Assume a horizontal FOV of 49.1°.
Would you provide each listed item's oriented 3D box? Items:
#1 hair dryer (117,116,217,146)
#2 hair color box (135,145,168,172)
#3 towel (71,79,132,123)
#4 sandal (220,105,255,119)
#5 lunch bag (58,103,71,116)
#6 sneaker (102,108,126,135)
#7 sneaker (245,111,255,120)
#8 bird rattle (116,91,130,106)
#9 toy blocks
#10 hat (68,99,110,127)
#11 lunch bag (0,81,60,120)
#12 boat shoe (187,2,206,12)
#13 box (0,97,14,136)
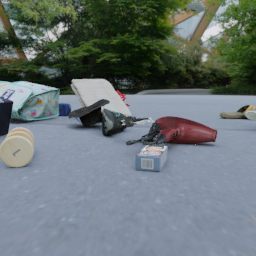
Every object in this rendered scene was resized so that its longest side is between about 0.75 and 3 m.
[{"bbox_3d":[1.042,0.221,7.045,2.546,0.692,1.939,-3,22,-13],"label":"hair dryer"},{"bbox_3d":[0.473,0.569,5.421,0.461,0.282,0.932,2,8,16],"label":"hair color box"},{"bbox_3d":[-1.275,-1.272,12.687,1.922,0.500,2.900,-7,46,-31],"label":"towel"},{"bbox_3d":[5.501,-0.769,13.162,2.345,0.633,0.942,0,9,-1],"label":"sandal"},{"bbox_3d":[-3.349,-0.948,14.310,0.952,0.646,0.630,2,9,13],"label":"lunch bag"},{"bbox_3d":[-0.433,-0.260,9.185,0.870,0.828,2.195,1,9,-4],"label":"sneaker"},{"bbox_3d":[5.808,-0.538,12.539,1.072,0.402,0.453,14,14,20],"label":"sneaker"},{"bbox_3d":[-0.923,-0.941,13.711,2.354,1.326,1.919,-1,29,-23],"label":"bird rattle"},{"bbox_3d":[-2.695,0.341,5.832,1.414,0.616,1.697,-2,9,-18],"label":"toy blocks"},{"bbox_3d":[-1.337,-0.459,10.421,1.809,0.730,1.809,-21,15,6],"label":"hat"},{"bbox_3d":[-4.715,-1.163,12.398,2.271,1.625,2.666,14,19,23],"label":"lunch bag"},{"bbox_3d":[2.506,-4.349,10.088,0.262,0.328,0.868,-4,33,-34],"label":"boat shoe"},{"bbox_3d":[-4.722,-0.450,8.007,1.896,1.132,1.928,16,10,8],"label":"box"}]
